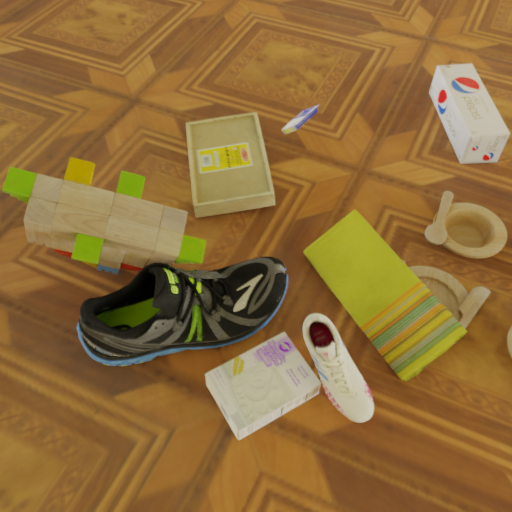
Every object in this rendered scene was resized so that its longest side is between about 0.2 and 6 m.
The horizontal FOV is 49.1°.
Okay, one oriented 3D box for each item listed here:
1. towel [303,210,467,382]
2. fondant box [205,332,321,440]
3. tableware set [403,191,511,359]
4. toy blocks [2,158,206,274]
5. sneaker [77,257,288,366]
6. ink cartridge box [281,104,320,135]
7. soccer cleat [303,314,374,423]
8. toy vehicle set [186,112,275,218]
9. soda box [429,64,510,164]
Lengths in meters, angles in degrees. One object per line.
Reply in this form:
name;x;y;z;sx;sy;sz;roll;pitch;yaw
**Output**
towel;2.134;0.598;9.772;1.315;0.276;3.055;-38;57;5
fondant box;0.097;2.026;8.863;1.508;0.439;1.088;-25;57;-19
tableware set;4.452;0.531;10.007;4.167;0.483;3.480;23;56;17
toy blocks;-2.603;-0.361;9.648;3.140;2.147;1.569;14;72;-15
sneaker;-1.129;0.789;9.150;3.577;1.482;1.268;-15;55;-11
ink cartridge box;0.995;-2.965;12.197;0.730;0.174;0.739;-43;21;-18
soccer cleat;1.187;1.708;8.518;0.629;0.777;1.800;-29;74;4
toy vehicle set;-0.599;-2.003;11.924;1.634;0.349;2.631;-8;52;-1
soda box;4.792;-3.291;12.779;0.892;0.833;2.618;-3;51;-3
